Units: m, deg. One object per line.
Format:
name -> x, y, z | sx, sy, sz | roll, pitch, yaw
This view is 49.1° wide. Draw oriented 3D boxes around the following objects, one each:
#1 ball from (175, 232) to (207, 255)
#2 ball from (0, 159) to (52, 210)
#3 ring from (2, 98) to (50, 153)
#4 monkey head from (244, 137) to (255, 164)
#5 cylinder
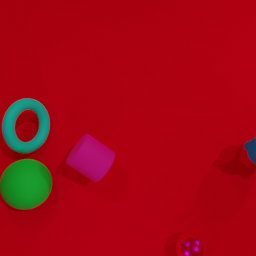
ball -> 1.654, 3.175, 7.368 | 0.816, 0.816, 0.816 | 0, 76, 0
ball -> -2.713, 1.497, 7.493 | 1.317, 1.317, 1.317 | 0, 76, 0
ring -> -2.774, -0.053, 7.743 | 0.305, 1.524, 1.524 | 7, 74, 30
monkey head -> 3.817, 0.488, 7.430 | 1.039, 1.724, 1.240 | 32, 89, 3
cylinder -> -0.985, 0.791, 7.427 | 0.944, 0.944, 0.944 | 36, 78, -15
